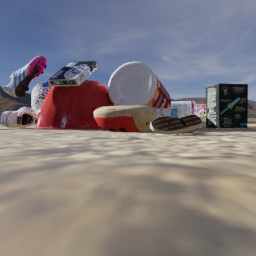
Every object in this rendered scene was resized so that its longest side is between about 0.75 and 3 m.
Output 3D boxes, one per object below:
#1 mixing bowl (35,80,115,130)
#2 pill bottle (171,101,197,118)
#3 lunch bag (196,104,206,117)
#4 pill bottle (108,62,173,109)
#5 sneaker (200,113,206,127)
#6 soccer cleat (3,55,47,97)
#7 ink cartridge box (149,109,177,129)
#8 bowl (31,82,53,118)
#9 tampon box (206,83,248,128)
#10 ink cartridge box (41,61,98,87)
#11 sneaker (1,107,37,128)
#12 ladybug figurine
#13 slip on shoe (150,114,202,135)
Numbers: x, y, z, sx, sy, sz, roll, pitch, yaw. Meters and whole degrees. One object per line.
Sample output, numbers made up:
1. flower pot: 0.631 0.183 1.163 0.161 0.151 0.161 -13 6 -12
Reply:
1. mixing bowl: -1.580 -0.733 9.286 2.872 1.555 2.872 0 2 0
2. pill bottle: 2.147 -0.664 13.418 2.146 1.217 1.217 0 1 7
3. lunch bag: 4.239 -0.676 15.521 2.835 1.162 2.497 1 1 43
4. pill bottle: 0.584 -0.974 9.656 1.590 1.590 2.785 0 -13 23
5. sneaker: 3.738 -0.713 11.785 2.442 1.411 0.900 -2 3 -24
6. soccer cleat: -3.265 -1.721 8.844 0.744 1.722 0.602 18 -30 15
7. ink cartridge box: 0.976 -0.261 8.200 0.840 0.608 0.619 0 1 1
8. bowl: -3.259 -0.752 12.164 2.319 1.088 2.319 6 -43 6
9. tampon box: 3.719 -0.815 10.613 1.217 1.624 1.025 0 1 -12
10. ink cartridge box: -1.832 -1.687 8.675 1.373 0.298 1.360 1 35 22
11. sneaker: -3.921 -0.321 10.724 0.801 0.826 2.263 9 11 5
12. ladybug figurine: -0.088 -0.201 6.305 1.556 0.560 1.056 1 1 30
13. slip on shoe: 0.810 -0.019 4.805 0.955 0.363 0.289 -10 -36 -24
